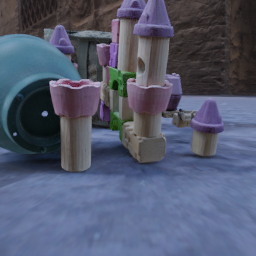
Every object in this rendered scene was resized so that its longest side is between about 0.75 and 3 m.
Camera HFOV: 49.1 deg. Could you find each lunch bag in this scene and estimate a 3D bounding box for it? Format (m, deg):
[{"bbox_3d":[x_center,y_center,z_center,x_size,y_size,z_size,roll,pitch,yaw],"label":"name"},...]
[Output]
[{"bbox_3d":[-1.129,-1.416,7.529,2.793,2.291,1.642,10,22,19],"label":"lunch bag"}]

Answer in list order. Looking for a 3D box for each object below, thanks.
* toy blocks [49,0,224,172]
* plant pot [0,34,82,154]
[{"bbox_3d":[0.128,-0.990,4.427,2.766,2.329,2.585,-3,19,-18],"label":"toy blocks"},{"bbox_3d":[-1.321,-0.340,3.980,1.757,1.757,1.177,-6,26,-35],"label":"plant pot"}]
